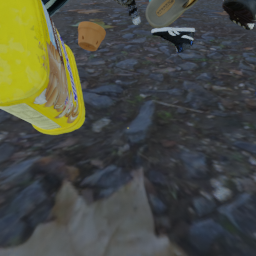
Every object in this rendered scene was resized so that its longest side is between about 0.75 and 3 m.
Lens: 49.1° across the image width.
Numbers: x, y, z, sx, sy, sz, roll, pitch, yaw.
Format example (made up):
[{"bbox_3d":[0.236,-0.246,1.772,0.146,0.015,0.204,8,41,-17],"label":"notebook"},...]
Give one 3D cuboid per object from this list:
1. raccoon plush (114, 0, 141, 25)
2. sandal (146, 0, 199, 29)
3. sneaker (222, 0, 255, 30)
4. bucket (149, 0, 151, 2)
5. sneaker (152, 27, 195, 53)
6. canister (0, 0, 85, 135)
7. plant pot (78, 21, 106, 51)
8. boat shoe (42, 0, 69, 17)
[{"bbox_3d":[-0.451,-4.416,9.640,1.302,1.943,0.940,-15,3,11],"label":"raccoon plush"},{"bbox_3d":[1.131,-2.899,5.620,0.894,2.227,0.601,54,34,5],"label":"sandal"},{"bbox_3d":[3.206,-3.441,7.046,0.969,1.480,2.562,35,21,9],"label":"sneaker"},{"bbox_3d":[0.975,-3.382,7.329,0.868,0.868,0.564,9,22,14],"label":"bucket"},{"bbox_3d":[1.482,-2.854,9.162,1.429,0.799,0.522,-2,14,-6],"label":"sneaker"},{"bbox_3d":[-1.432,-0.908,4.360,1.033,1.772,2.386,-12,-8,-1],"label":"canister"},{"bbox_3d":[-1.314,-3.108,9.664,0.962,0.673,0.962,14,-9,2],"label":"plant pot"},{"bbox_3d":[-2.749,-3.126,7.498,0.915,1.078,2.962,41,75,21],"label":"boat shoe"}]
